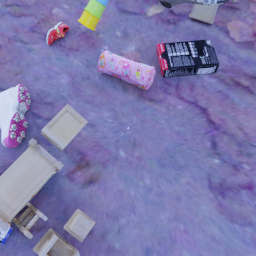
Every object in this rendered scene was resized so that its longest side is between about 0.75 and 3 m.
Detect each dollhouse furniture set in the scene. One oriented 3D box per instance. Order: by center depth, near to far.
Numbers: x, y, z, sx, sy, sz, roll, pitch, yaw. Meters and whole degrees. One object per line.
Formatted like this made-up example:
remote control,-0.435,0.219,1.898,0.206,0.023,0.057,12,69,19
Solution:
dollhouse furniture set,-1.529,1.395,6.556,2.426,1.525,2.743,43,67,-6
dollhouse furniture set,2.969,-4.706,9.938,1.699,1.288,1.939,23,42,12

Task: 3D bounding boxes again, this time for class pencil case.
pencil case,-0.060,-1.752,8.329,1.736,0.759,0.759,24,64,15

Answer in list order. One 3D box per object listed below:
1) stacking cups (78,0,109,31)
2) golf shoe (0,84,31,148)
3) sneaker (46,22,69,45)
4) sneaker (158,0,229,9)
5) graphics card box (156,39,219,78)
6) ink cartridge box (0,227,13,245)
stacking cups,-0.476,-2.514,5.322,0.392,0.392,1.295,44,113,21
golf shoe,-3.234,-0.295,7.624,0.896,0.738,1.958,-8,55,7
sneaker,-2.315,-3.117,9.276,0.435,0.394,1.024,27,65,9
sneaker,1.067,-2.370,4.939,1.338,0.773,0.502,7,95,-5
graphics card box,1.829,-2.178,8.720,1.743,0.443,1.094,-7,61,-2
ink cartridge box,-3.126,2.315,6.425,0.822,0.182,0.386,19,62,10
